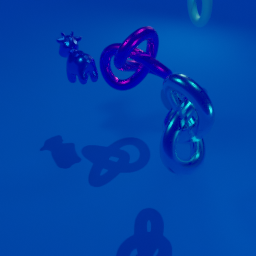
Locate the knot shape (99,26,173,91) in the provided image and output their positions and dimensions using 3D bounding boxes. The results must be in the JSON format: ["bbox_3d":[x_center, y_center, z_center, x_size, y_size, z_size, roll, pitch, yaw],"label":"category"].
[{"bbox_3d":[0.321,-1.603,7.026,1.776,1.898,0.877,14,63,-27],"label":"knot shape"}]

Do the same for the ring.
[{"bbox_3d":[2.278,-4.017,8.975,0.299,1.497,1.497,-12,43,-6],"label":"ring"}]

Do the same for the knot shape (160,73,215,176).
[{"bbox_3d":[1.000,0.001,4.938,0.822,1.779,1.665,2,84,9],"label":"knot shape"}]

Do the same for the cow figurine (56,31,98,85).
[{"bbox_3d":[-1.300,-1.813,7.155,0.723,1.297,1.318,-18,21,-31],"label":"cow figurine"}]
